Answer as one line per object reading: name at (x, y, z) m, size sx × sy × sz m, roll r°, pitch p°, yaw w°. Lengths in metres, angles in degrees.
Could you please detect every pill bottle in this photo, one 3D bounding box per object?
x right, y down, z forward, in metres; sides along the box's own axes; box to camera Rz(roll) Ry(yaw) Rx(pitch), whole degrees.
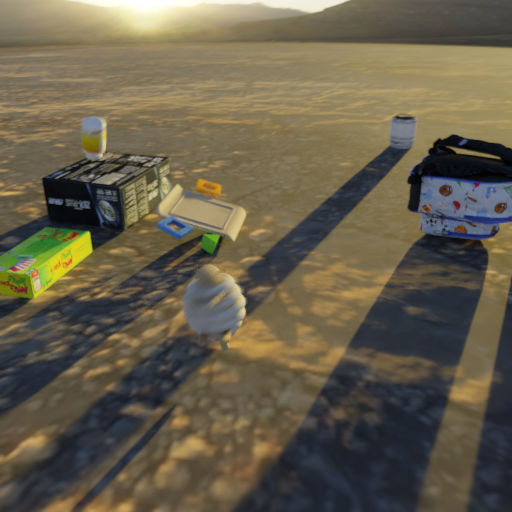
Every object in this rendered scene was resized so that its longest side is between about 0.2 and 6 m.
pill bottle at (-3.182, -2.279, 10.958) m, size 0.436 × 0.797 × 0.436 m, roll 8°, pitch 46°, yaw -9°

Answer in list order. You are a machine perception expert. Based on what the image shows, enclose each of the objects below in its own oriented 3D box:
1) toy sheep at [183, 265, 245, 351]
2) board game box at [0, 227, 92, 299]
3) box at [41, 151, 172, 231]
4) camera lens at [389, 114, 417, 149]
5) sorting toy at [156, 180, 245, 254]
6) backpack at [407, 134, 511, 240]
toy sheep at (-0.483, 0.623, 6.499) m, size 0.783 × 1.136 × 0.783 m, roll -5°, pitch 23°, yaw 2°
board game box at (-3.347, 0.066, 8.673) m, size 0.832 × 0.390 × 1.638 m, roll 6°, pitch 26°, yaw 13°
box at (-2.840, -1.333, 11.008) m, size 1.671 × 0.879 × 2.040 m, roll 8°, pitch 27°, yaw 15°
camera lens at (4.044, -3.441, 15.434) m, size 0.684 × 0.855 × 0.684 m, roll 0°, pitch 26°, yaw 0°
sorting toy at (-0.981, -0.715, 10.150) m, size 1.447 × 0.350 × 2.570 m, roll 20°, pitch 28°, yaw 0°
backpack at (3.785, -1.129, 9.843) m, size 1.935 × 1.565 × 2.031 m, roll 5°, pitch 29°, yaw 29°
